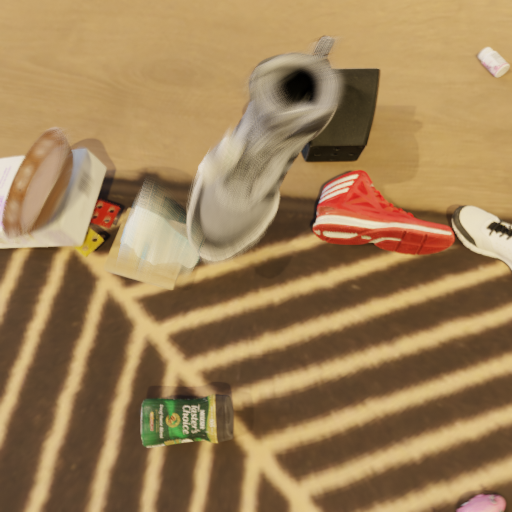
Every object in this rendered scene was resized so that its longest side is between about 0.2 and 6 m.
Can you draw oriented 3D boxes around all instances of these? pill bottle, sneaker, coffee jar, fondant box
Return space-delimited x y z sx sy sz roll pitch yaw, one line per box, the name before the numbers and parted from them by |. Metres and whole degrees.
pill bottle | -0.517 -1.354 7.911 0.604 0.341 0.341 -38 65 27
pill bottle | 4.610 -3.770 10.890 0.316 0.316 0.557 -27 68 -12
sneaker | -1.225 -0.124 7.155 0.497 1.300 0.525 22 78 36
sneaker | 2.129 -0.818 9.237 2.250 0.882 1.300 9 67 3
sneaker | 0.033 -1.545 8.022 1.322 1.993 3.502 33 87 3
coffee jar | -0.959 2.329 7.941 1.288 0.549 0.671 -4 65 -2
fondant box | -3.560 -0.902 9.060 2.008 0.585 1.448 -2 63 24
sneaker | 4.114 -0.241 9.003 2.024 0.810 0.746 37 72 17

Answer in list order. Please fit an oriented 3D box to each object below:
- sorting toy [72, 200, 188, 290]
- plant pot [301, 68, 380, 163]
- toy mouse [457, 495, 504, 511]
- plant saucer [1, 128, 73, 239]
sorting toy | -1.790 -0.090 9.091 2.342 0.396 1.129 16 66 -1
plant pot | 1.329 -2.347 9.709 1.408 1.411 1.252 -1 84 -1
toy mouse | 3.378 3.692 7.414 1.853 0.359 1.647 35 70 15
plant saucer | -3.102 -1.000 8.017 1.715 0.295 1.715 -25 53 37
